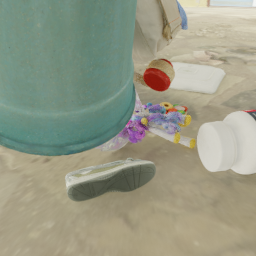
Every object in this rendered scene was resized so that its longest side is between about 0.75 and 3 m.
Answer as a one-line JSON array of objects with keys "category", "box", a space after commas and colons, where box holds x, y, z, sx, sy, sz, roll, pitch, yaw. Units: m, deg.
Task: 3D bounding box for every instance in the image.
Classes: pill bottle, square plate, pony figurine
[{"category": "pill bottle", "box": [2.573, 0.251, 5.613, 2.121, 1.268, 1.268, -6, 29, -12]}, {"category": "square plate", "box": [2.282, -2.092, 10.995, 2.693, 0.383, 2.668, 13, 31, 22]}, {"category": "pony figurine", "box": [0.336, -0.136, 6.385, 2.072, 1.726, 2.000, 14, -1, 31]}]

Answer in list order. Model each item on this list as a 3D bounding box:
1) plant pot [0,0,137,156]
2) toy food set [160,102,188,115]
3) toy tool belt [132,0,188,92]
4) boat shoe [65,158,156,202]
[{"category": "plant pot", "box": [-0.954, -1.414, 3.484, 2.561, 2.508, 2.561, 5, 49, -6]}, {"category": "toy food set", "box": [1.316, -0.510, 8.188, 0.847, 0.208, 0.856, 4, 28, 8]}, {"category": "toy tool belt", "box": [0.482, -2.180, 5.459, 1.645, 2.635, 1.619, 8, 56, 43]}, {"category": "boat shoe", "box": [-0.311, 0.871, 5.191, 1.683, 0.620, 0.540, -14, 35, -12]}]
